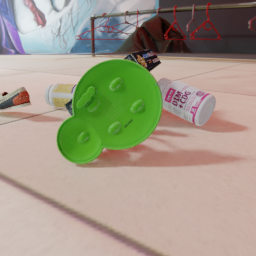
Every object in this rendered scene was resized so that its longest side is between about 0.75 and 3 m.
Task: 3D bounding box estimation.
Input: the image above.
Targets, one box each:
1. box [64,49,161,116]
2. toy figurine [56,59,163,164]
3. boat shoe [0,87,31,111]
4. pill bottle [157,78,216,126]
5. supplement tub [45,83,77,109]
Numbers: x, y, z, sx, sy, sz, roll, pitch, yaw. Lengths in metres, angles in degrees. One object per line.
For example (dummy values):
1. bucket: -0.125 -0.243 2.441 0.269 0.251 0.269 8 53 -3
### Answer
1. box: -0.452 -1.541 9.679 2.989 0.688 2.376 -33 4 26
2. toy figurine: -0.383 -0.251 7.226 1.981 2.639 2.429 45 2 4
3. boat shoe: -4.147 -0.965 9.753 2.077 0.650 0.739 -5 16 37
4. pill bottle: 1.743 -0.892 8.959 1.837 1.042 1.042 30 33 32
5. supplement tub: -2.404 -1.226 10.813 1.346 0.979 0.979 6 19 16
